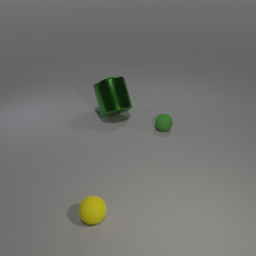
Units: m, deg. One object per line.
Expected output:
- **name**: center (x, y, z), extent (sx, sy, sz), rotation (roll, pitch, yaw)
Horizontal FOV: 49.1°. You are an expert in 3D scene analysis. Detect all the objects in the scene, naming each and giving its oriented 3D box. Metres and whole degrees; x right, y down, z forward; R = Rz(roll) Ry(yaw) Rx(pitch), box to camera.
- **ball**: center (1.449, -0.222, 11.294), extent (0.700, 0.700, 0.700), rotation (0, 29, 0)
- **ball**: center (-0.897, 2.074, 7.090), extent (0.700, 0.700, 0.700), rotation (0, 29, 0)
- **cylinder**: center (-0.644, -1.324, 12.047), extent (1.400, 1.400, 1.400), rotation (-16, -3, -1)
